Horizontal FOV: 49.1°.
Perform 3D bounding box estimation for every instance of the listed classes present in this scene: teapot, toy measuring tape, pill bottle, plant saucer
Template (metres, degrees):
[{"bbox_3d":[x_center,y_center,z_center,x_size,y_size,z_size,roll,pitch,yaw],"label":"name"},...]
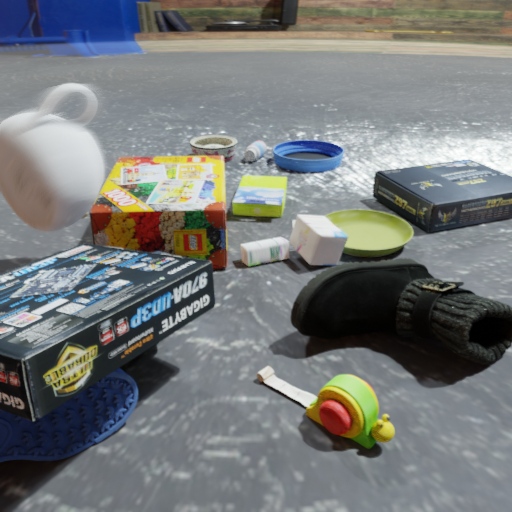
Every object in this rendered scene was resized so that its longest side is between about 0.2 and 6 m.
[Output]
[{"bbox_3d":[-3.477,-1.627,9.920,2.212,2.183,1.615,-9,19,45],"label":"teapot"},{"bbox_3d":[0.841,1.723,7.166,2.079,0.765,0.765,23,35,38],"label":"toy measuring tape"},{"bbox_3d":[-0.038,-3.163,16.992,0.475,0.475,0.874,10,29,19],"label":"pill bottle"},{"bbox_3d":[2.271,-0.457,11.848,2.008,0.312,2.008,0,27,0],"label":"plant saucer"}]

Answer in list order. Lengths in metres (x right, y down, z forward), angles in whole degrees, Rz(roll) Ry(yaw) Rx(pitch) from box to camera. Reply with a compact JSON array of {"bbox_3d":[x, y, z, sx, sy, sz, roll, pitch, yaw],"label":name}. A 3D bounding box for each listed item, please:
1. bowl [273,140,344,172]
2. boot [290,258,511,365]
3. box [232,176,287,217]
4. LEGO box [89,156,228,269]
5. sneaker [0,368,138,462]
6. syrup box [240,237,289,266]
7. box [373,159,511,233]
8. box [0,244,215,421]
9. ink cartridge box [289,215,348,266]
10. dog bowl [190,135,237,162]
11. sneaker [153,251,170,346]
[{"bbox_3d":[1.551,-2.980,16.706,2.110,0.414,2.110,0,27,0],"label":"bowl"},{"bbox_3d":[2.204,0.909,8.324,2.897,1.090,2.166,-14,30,-26],"label":"boot"},{"bbox_3d":[0.114,-1.442,13.629,1.183,0.462,1.940,3,27,5],"label":"box"},{"bbox_3d":[-1.881,-1.011,11.857,2.501,1.296,3.358,-2,27,-4],"label":"LEGO box"},{"bbox_3d":[-3.093,1.814,6.502,3.258,1.143,1.269,-11,23,-33],"label":"sneaker"},{"bbox_3d":[0.179,-0.090,11.049,0.911,0.359,0.371,-10,19,-19],"label":"syrup box"},{"bbox_3d":[4.692,-1.529,13.463,2.984,0.761,2.353,-10,30,-18],"label":"box"},{"bbox_3d":[-2.385,0.687,7.027,2.491,0.721,3.134,7,20,29],"label":"box"},{"bbox_3d":[1.173,-0.346,11.045,0.672,0.654,1.045,2,28,-28],"label":"ink cartridge box"},{"bbox_3d":[-1.293,-3.240,17.090,1.445,0.533,1.445,1,27,0],"label":"dog bowl"},{"bbox_3d":[-1.686,0.613,9.226,1.524,0.802,2.110,-24,34,-34],"label":"sneaker"}]
